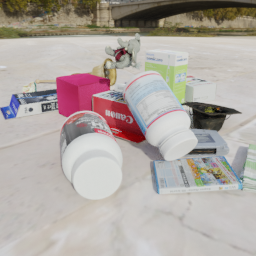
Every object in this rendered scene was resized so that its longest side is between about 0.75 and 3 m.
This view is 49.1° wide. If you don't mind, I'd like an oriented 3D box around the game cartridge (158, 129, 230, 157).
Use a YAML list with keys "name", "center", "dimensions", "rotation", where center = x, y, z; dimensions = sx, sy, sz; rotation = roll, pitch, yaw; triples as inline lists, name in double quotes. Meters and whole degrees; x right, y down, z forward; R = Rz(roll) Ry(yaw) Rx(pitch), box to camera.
- name: "game cartridge"
  center: [1.859, 0.424, 8.488]
  dimensions: [1.998, 0.415, 1.331]
  rotation: [-1, 18, -2]

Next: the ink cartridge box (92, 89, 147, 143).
- name: "ink cartridge box"
  center: [0.016, -0.536, 9.790]
  dimensions: [2.507, 1.051, 2.201]
  rotation: [16, 25, 33]

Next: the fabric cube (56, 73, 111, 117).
- name: "fabric cube"
  center: [-1.710, -1.218, 10.923]
  dimensions: [1.546, 1.516, 1.541]
  rotation: [-19, 29, -40]

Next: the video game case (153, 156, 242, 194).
- name: "video game case"
  center: [1.603, 1.113, 6.817]
  dimensions: [1.869, 0.166, 1.338]
  rotation: [-4, 22, 2]

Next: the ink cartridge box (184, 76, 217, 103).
- name: "ink cartridge box"
  center: [3.047, -1.880, 13.426]
  dimensions: [1.422, 0.808, 1.951]
  rotation: [-11, 25, -25]

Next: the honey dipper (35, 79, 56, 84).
- name: "honey dipper"
  center: [-4.181, -2.665, 15.949]
  dimensions: [2.287, 0.434, 0.434]
  rotation: [0, 22, 10]

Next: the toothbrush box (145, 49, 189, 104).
- name: "toothbrush box"
  center: [1.629, -2.206, 12.309]
  dimensions: [0.978, 2.272, 1.654]
  rotation: [-21, 30, -40]

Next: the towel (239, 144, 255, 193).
- name: "towel"
  center: [3.802, 1.103, 7.003]
  dimensions: [1.734, 0.357, 2.325]
  rotation: [13, 24, 24]

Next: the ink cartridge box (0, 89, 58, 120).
- name: "ink cartridge box"
  center: [-3.777, -1.081, 11.764]
  dimensions: [2.948, 0.578, 1.466]
  rotation: [-14, 31, -29]

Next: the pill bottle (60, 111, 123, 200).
- name: "pill bottle"
  center: [-0.908, 0.588, 6.755]
  dimensions: [1.377, 1.377, 2.487]
  rotation: [-6, 23, -13]

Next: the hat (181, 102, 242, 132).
- name: "hat"
  center: [2.715, -0.321, 9.583]
  dimensions: [2.278, 0.919, 2.278]
  rotation: [8, 13, -2]

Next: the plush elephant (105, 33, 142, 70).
- name: "plush elephant"
  center: [-0.051, -2.466, 9.003]
  dimensions: [1.330, 1.030, 1.095]
  rotation: [13, 48, -10]

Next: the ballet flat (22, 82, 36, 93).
- name: "ballet flat"
  center: [-4.626, -1.794, 13.137]
  dimensions: [0.649, 0.768, 2.030]
  rotation: [2, 14, -18]

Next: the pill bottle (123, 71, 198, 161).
- name: "pill bottle"
  center: [0.852, -0.339, 7.520]
  dimensions: [1.261, 1.261, 2.320]
  rotation: [-12, 58, -27]

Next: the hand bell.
- name: "hand bell"
  center: [-2.258, -3.022, 16.061]
  dimensions: [2.930, 1.525, 1.525]
  rotation: [-3, 19, 27]

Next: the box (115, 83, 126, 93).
- name: "box"
  center: [0.458, -1.256, 9.494]
  dimensions: [1.148, 0.289, 1.590]
  rotation: [16, 14, 32]
